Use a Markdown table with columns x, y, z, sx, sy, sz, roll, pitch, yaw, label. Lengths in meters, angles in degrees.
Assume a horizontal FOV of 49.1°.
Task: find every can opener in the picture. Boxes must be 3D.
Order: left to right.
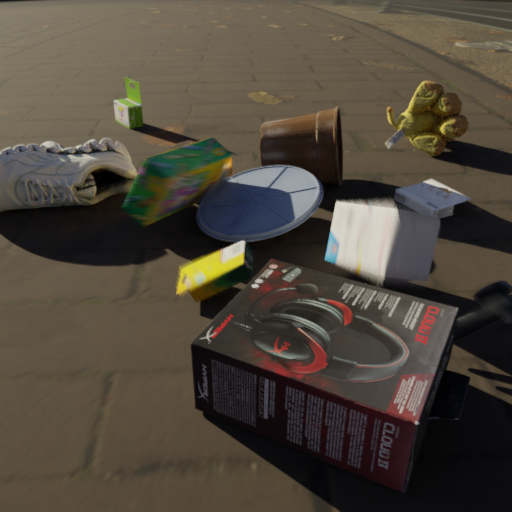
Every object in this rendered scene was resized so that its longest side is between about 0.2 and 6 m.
| x | y | z | sx | sy | sz | roll | pitch | yaw | label |
| --- | --- | --- | --- | --- | --- | --- | --- | --- | --- |
| 2.753 | 0.803 | 7.060 | 1.192 | 0.378 | 0.468 | -35 | 45 | 10 | can opener |

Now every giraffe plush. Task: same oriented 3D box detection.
| x | y | z | sx | sy | sz | roll | pitch | yaw | label |
| --- | --- | --- | --- | --- | --- | --- | --- | --- | --- |
| 4.346 | -3.317 | 13.876 | 1.973 | 1.702 | 1.600 | -22 | 0 | 41 | giraffe plush |

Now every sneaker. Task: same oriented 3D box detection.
| x | y | z | sx | sy | sz | roll | pitch | yaw | label |
| --- | --- | --- | --- | --- | --- | --- | --- | --- | --- |
| -3.863 | -1.472 | 10.883 | 3.228 | 1.213 | 1.308 | -17 | 43 | -25 | sneaker |

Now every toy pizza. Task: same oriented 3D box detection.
| x | y | z | sx | sy | sz | roll | pitch | yaw | label |
| --- | --- | --- | --- | --- | --- | --- | --- | --- | --- |
| 0.066 | -0.915 | 10.264 | 2.363 | 0.374 | 2.363 | -10 | 37 | 8 | toy pizza |

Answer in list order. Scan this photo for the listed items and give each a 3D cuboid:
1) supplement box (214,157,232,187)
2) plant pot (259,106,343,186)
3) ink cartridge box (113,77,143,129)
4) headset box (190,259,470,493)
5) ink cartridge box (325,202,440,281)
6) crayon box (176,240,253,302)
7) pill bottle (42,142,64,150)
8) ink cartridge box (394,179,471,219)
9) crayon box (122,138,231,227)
| x | y | z | sx | sy | sz | roll | pitch | yaw | label |
| --- | --- | --- | --- | --- | --- | --- | --- | --- | --- |
| -1.224 | -1.791 | 11.912 | 1.417 | 0.521 | 0.893 | 0 | 30 | -3 | supplement box |
| 0.966 | -2.245 | 11.824 | 1.624 | 1.640 | 1.640 | -2 | 30 | 12 | plant pot |
| -3.516 | -4.176 | 15.288 | 0.450 | 1.187 | 0.877 | -21 | 37 | -32 | ink cartridge box |
| 0.952 | 1.207 | 6.369 | 2.738 | 1.027 | 2.035 | 15 | 34 | 24 | headset box |
| 1.830 | -0.221 | 8.220 | 0.929 | 0.934 | 1.273 | 8 | 5 | -33 | ink cartridge box |
| -0.608 | 0.250 | 8.369 | 1.141 | 0.290 | 0.724 | -24 | 27 | 14 | crayon box |
| -4.477 | -2.164 | 12.472 | 0.612 | 0.612 | 1.057 | -16 | 33 | -24 | pill bottle |
| 3.471 | -1.119 | 11.058 | 0.981 | 0.249 | 1.113 | -16 | 35 | -24 | ink cartridge box |
| -1.420 | -1.396 | 10.334 | 0.578 | 1.177 | 1.982 | 43 | 37 | 10 | crayon box |
